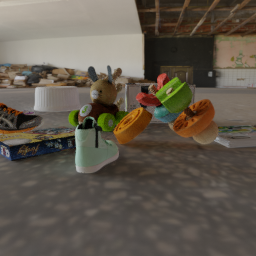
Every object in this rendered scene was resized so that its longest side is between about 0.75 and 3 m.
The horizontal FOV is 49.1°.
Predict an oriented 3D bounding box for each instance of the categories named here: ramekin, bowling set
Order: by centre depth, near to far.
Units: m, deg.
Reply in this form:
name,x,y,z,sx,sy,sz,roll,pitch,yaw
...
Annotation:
name,x,y,z,sx,sy,sz,roll,pitch,yaw
bowling set,-0.873,-1.676,12.162,1.272,1.828,0.981,2,30,16
ramekin,-4.292,-1.830,17.061,2.792,1.361,2.792,0,10,0

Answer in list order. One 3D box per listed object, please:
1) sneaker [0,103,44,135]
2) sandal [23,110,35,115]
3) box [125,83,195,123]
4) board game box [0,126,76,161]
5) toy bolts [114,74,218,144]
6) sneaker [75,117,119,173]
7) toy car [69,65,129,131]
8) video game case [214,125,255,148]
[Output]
name,x,y,z,sx,sy,sz,roll,pitch,yaw
sneaker,-4.484,-0.379,9.996,2.924,1.129,1.144,1,9,-1
sandal,-5.303,-0.768,14.277,0.486,0.294,1.195,10,14,42
box,1.341,-1.080,12.204,2.943,1.717,0.885,1,13,-4
board game box,-2.459,0.368,7.947,2.244,0.388,1.520,-10,14,-40
toy bolts,1.237,-0.187,9.074,2.858,2.075,2.992,-39,16,12
sneaker,-0.665,0.257,6.587,0.694,1.113,1.887,1,9,13
toy car,-1.116,-1.232,10.998,1.972,2.401,1.894,8,13,37
video game case,3.808,0.224,9.094,2.375,0.261,2.165,-3,11,-9
